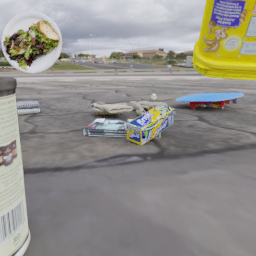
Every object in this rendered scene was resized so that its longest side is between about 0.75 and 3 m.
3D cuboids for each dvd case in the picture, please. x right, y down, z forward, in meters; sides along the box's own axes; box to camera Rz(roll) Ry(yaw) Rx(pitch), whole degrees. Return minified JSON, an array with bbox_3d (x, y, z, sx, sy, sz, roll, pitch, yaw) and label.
[{"bbox_3d":[-0.072,-0.017,6.955,1.775,0.195,1.296,3,13,6],"label":"dvd case"}]

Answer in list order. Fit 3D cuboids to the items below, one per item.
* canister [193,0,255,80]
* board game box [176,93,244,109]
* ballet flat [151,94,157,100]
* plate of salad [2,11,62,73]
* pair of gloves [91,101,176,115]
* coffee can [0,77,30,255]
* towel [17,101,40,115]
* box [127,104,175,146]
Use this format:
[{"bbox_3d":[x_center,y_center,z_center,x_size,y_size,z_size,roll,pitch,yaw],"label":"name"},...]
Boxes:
[{"bbox_3d":[2.386,-2.294,5.241,1.935,2.606,1.128,4,46,3],"label":"canister"},{"bbox_3d":[3.043,-0.946,10.558,2.458,0.479,1.942,5,17,45],"label":"board game box"},{"bbox_3d":[1.233,-1.493,13.287,0.293,0.293,0.845,1,13,4],"label":"ballet flat"},{"bbox_3d":[-2.578,-2.281,7.420,1.637,1.637,0.393,0,4,1],"label":"plate of salad"},{"bbox_3d":[0.075,-0.610,9.107,2.422,0.425,2.060,-4,10,-28],"label":"pair of gloves"},{"bbox_3d":[-1.447,0.358,2.319,1.102,1.505,1.102,0,13,0],"label":"coffee can"},{"bbox_3d":[-3.627,-0.733,9.557,1.032,0.441,0.854,11,16,41],"label":"towel"},{"bbox_3d":[0.512,-0.096,6.124,0.433,0.397,1.235,21,36,35],"label":"box"}]
